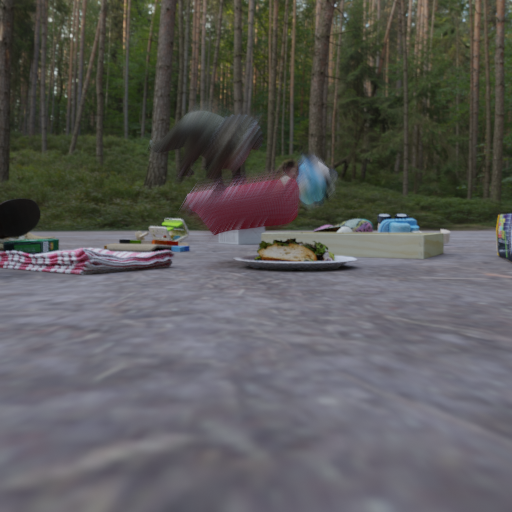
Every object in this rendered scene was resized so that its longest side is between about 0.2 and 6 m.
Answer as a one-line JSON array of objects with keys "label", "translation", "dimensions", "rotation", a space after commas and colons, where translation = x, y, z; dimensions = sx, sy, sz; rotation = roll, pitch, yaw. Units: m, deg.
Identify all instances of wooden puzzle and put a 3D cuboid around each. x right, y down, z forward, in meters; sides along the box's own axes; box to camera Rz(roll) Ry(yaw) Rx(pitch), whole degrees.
[{"label": "wooden puzzle", "translation": [-2.632, -0.271, 13.652], "dimensions": [2.463, 0.288, 1.662], "rotation": [2, 4, 20]}]

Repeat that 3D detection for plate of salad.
[{"label": "plate of salad", "translation": [0.572, -0.041, 8.359], "dimensions": [1.834, 0.440, 1.834], "rotation": [-1, 3, 0]}]

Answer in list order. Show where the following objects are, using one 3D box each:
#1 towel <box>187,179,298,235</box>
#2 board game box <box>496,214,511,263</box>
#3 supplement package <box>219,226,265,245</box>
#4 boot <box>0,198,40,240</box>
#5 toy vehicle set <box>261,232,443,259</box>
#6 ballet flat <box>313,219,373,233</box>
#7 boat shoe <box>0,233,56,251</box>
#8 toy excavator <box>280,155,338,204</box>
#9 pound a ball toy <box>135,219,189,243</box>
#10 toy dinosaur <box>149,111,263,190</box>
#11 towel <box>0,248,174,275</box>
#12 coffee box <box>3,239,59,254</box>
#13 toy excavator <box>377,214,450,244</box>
[{"label": "towel", "translation": [-0.127, -0.725, 8.786], "dimensions": [1.602, 0.249, 2.215], "rotation": [-9, -8, 3]}, {"label": "board game box", "translation": [5.777, -0.313, 9.247], "dimensions": [3.111, 0.882, 2.572], "rotation": [1, 2, 16]}, {"label": "supplement package", "translation": [-0.473, -0.863, 17.807], "dimensions": [0.980, 0.973, 1.292], "rotation": [-2, 4, -32]}, {"label": "boot", "translation": [-6.382, -0.622, 12.195], "dimensions": [2.535, 0.814, 2.362], "rotation": [-2, 19, 29]}, {"label": "toy vehicle set", "translation": [2.075, -0.266, 11.971], "dimensions": [3.418, 0.453, 2.124], "rotation": [2, 4, 29]}, {"label": "ballet flat", "translation": [2.416, -0.591, 16.443], "dimensions": [0.796, 0.774, 2.238], "rotation": [-25, 12, -34]}, {"label": "boat shoe", "translation": [-5.793, -0.442, 13.462], "dimensions": [1.965, 0.638, 0.709], "rotation": [-1, 3, -11]}, {"label": "toy excavator", "translation": [1.062, -1.565, 12.712], "dimensions": [0.793, 1.587, 1.543], "rotation": [40, -17, 19]}, {"label": "pound a ball toy", "translation": [-2.947, -0.615, 17.562], "dimensions": [1.115, 0.726, 1.710], "rotation": [-31, 18, -27]}, {"label": "toy dinosaur", "translation": [-0.751, -1.892, 9.459], "dimensions": [1.008, 1.339, 2.618], "rotation": [-18, 34, -40]}, {"label": "towel", "translation": [-2.576, 0.013, 8.311], "dimensions": [2.278, 0.341, 1.667], "rotation": [2, 3, 36]}, {"label": "coffee box", "translation": [-4.941, -0.211, 12.396], "dimensions": [0.834, 0.298, 1.357], "rotation": [-2, 4, -6]}, {"label": "toy excavator", "translation": [4.717, -0.669, 17.038], "dimensions": [1.771, 0.910, 1.821], "rotation": [-3, 16, -10]}]
